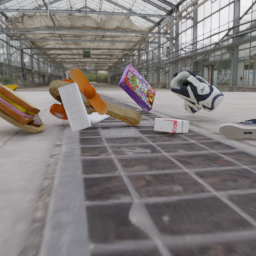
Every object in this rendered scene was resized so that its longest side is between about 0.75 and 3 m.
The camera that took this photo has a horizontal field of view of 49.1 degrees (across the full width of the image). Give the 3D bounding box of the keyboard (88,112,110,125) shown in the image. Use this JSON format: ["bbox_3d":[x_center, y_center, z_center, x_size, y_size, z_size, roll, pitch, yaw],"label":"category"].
[{"bbox_3d":[-1.243,-0.403,10.544,0.817,0.155,2.904,2,9,10],"label":"keyboard"}]

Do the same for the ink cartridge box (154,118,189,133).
[{"bbox_3d":[1.184,-0.067,7.556,0.603,0.351,0.828,9,7,41],"label":"ink cartridge box"}]

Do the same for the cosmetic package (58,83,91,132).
[{"bbox_3d":[-1.236,-0.477,6.542,0.440,1.067,0.270,-19,-1,1],"label":"cosmetic package"}]

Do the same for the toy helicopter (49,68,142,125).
[{"bbox_3d":[-0.948,-0.781,8.542,2.961,1.168,1.958,19,-21,-7],"label":"toy helicopter"}]

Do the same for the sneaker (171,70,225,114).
[{"bbox_3d":[2.247,-1.404,10.366,1.727,1.059,2.654,41,3,-8],"label":"sneaker"}]

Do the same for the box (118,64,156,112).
[{"bbox_3d":[0.459,-1.769,12.542,0.369,1.889,1.293,-25,33,37],"label":"box"}]

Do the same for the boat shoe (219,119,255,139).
[{"bbox_3d":[2.808,-0.006,6.840,1.075,0.401,0.498,7,33,22],"label":"boat shoe"}]

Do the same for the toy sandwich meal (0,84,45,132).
[{"bbox_3d":[-2.978,-0.651,7.580,2.078,0.712,2.078,37,5,-3],"label":"toy sandwich meal"}]
